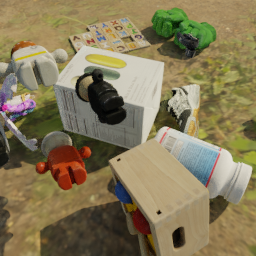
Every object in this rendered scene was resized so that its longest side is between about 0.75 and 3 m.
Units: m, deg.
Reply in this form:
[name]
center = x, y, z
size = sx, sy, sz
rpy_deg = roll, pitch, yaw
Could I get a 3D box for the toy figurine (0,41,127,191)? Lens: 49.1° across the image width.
[toy figurine]
center = -1.436, -0.269, 5.034
size = 2.244, 2.279, 1.585
rpy_deg = 24, 13, -36

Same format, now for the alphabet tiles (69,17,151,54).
[alphabet tiles]
center = -0.886, -3.811, 11.868
size = 2.950, 0.111, 2.466
rpy_deg = -18, 52, -15

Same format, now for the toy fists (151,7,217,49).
[toy fists]
center = 2.203, -4.138, 11.585
size = 1.462, 0.986, 2.867
rpy_deg = -33, 58, -24

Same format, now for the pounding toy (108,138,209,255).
[pounding toy]
center = 0.555, 1.939, 5.860
size = 1.651, 2.323, 2.138
rpy_deg = -25, 39, -16

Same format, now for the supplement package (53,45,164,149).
[supplement package]
center = -0.475, -0.886, 8.201
size = 2.529, 1.905, 1.919
rpy_deg = 15, 51, 13

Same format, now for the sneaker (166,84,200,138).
[sneaker]
center = 1.666, -0.429, 8.645
size = 1.031, 0.890, 2.352
rpy_deg = 0, 43, 17

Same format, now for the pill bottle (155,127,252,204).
[pill bottle]
center = 1.731, 0.953, 7.050
size = 2.367, 1.287, 1.287
rpy_deg = 23, 53, 18

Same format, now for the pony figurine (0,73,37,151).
[pony figurine]
center = -3.715, -0.465, 7.855
size = 2.605, 2.169, 2.515
rpy_deg = -14, 23, -26

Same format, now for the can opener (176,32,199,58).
[can opener]
center = 1.763, -2.712, 8.678
size = 0.516, 0.640, 1.627
rpy_deg = 17, 31, -17
